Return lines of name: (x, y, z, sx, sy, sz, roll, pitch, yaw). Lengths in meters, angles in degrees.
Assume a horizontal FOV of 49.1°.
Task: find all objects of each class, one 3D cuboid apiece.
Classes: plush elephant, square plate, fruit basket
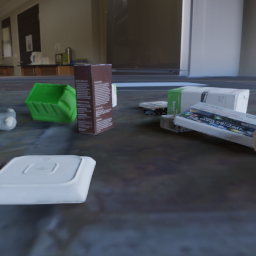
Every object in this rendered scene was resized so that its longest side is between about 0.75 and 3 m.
plush elephant: (-5.386, -1.010, 10.105, 2.578, 1.996, 2.123, -4, 14, -14)
square plate: (-1.771, 0.939, 5.693, 2.054, 0.292, 2.034, 0, 14, -1)
fruit basket: (-2.802, -0.890, 11.659, 2.290, 1.652, 2.290, 16, -26, 8)

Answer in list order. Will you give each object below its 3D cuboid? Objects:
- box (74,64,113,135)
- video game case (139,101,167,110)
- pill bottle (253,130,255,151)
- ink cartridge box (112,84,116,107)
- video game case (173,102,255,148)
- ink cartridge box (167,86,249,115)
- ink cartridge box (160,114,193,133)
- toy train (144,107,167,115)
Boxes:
box: (-1.142, -1.013, 9.525, 0.850, 2.270, 1.136, 8, 16, 29)
video game case: (1.692, -1.161, 14.591, 1.574, 0.205, 1.729, -7, 15, -27)
pill bottle: (4.035, 0.318, 7.035, 1.539, 0.862, 0.862, 1, 14, 2)
ink cartridge box: (-1.163, -1.614, 14.386, 0.680, 1.178, 1.619, 4, 14, 16)
video game case: (3.182, -0.175, 9.075, 2.708, 0.316, 2.462, 19, 24, 27)
ink cartridge box: (3.426, -1.073, 12.002, 2.872, 1.211, 2.098, 10, 18, 34)
ink cartridge box: (2.218, -0.233, 10.205, 1.850, 0.466, 1.008, -6, 15, -29)
toy train: (1.409, -0.785, 12.839, 1.557, 0.266, 0.357, -7, 20, -25)
